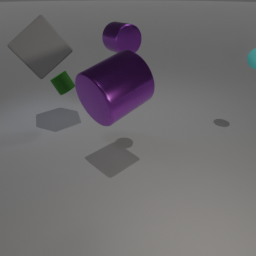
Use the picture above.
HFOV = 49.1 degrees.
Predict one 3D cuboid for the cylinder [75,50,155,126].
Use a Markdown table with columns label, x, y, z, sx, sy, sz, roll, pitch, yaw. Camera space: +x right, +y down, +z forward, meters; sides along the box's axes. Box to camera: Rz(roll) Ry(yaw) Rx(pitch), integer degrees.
| label | x | y | z | sx | sy | sz | roll | pitch | yaw |
| --- | --- | --- | --- | --- | --- | --- | --- | --- | --- |
| cylinder | -0.318 | -0.971 | 6.784 | 1.400 | 1.400 | 1.400 | -35 | 42 | -27 |

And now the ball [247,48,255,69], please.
| label | x | y | z | sx | sy | sz | roll | pitch | yaw |
| --- | --- | --- | --- | --- | --- | --- | --- | --- | --- |
| ball | 4.275 | -2.275 | 9.162 | 0.700 | 0.700 | 0.700 | 0 | 28 | 0 |

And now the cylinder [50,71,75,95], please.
| label | x | y | z | sx | sy | sz | roll | pitch | yaw |
| --- | --- | --- | --- | --- | --- | --- | --- | --- | --- |
| cylinder | -2.512 | -1.734 | 10.795 | 0.700 | 0.700 | 0.700 | -28 | 20 | 11 |

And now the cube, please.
| label | x | y | z | sx | sy | sz | roll | pitch | yaw |
| --- | --- | --- | --- | --- | --- | --- | --- | --- | --- |
| cube | -2.857 | -2.682 | 9.204 | 1.400 | 1.400 | 1.400 | -42 | 27 | 1 |

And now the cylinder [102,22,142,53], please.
| label | x | y | z | sx | sy | sz | roll | pitch | yaw |
| --- | --- | --- | --- | --- | --- | --- | --- | --- | --- |
| cylinder | -0.302 | -4.257 | 13.295 | 1.400 | 1.400 | 1.400 | -16 | 30 | -28 |
